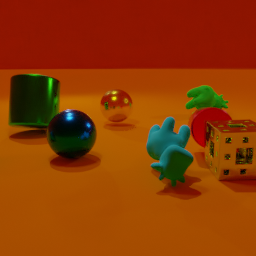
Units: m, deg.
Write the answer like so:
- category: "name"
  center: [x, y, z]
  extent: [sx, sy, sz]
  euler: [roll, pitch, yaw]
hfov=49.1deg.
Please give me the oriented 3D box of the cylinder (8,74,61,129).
- category: "cylinder"
  center: [-2.471, -0.656, 7.455]
  extent: [1.280, 1.280, 1.280]
  euler: [1, -5, 0]

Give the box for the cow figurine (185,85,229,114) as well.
- category: "cow figurine"
  center: [2.733, -0.947, 9.491]
  extent: [1.524, 1.549, 0.850]
  euler: [-26, 59, -7]

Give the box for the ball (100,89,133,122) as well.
- category: "ball"
  center: [-0.346, -0.668, 8.473]
  extent: [1.003, 1.003, 1.003]
  euler: [0, 13, 0]

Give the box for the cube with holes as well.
- category: "cube with holes"
  center: [1.830, 0.343, 4.792]
  extent: [0.801, 0.801, 0.801]
  euler: [-2, 15, 0]

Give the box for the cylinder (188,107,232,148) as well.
- category: "cylinder"
  center: [1.624, -0.024, 5.589]
  extent: [0.788, 0.788, 0.788]
  euler: [2, 6, 8]

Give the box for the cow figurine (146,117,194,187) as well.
- category: "cow figurine"
  center: [0.632, 0.406, 4.625]
  extent: [0.631, 1.132, 1.150]
  euler: [27, -23, -16]

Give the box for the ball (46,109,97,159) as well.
- category: "ball"
  center: [-1.097, 0.122, 5.493]
  extent: [0.969, 0.969, 0.969]
  euler: [0, 13, 0]
